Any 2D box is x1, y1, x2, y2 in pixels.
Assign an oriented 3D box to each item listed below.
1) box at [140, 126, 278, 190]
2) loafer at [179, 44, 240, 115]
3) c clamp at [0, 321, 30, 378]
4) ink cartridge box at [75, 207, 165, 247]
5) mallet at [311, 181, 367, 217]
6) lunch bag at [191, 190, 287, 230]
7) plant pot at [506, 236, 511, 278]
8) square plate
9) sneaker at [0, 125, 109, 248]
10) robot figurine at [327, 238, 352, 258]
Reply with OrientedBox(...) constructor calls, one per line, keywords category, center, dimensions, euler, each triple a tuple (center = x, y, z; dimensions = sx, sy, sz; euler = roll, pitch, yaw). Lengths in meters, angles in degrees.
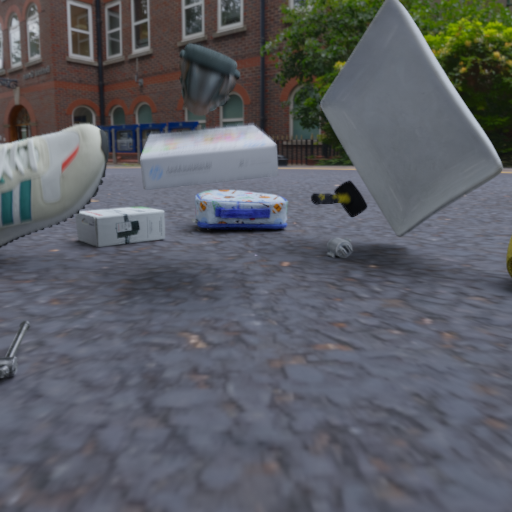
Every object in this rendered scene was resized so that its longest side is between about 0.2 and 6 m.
OrientedBox(category="box", center=(-0.649, -1.325, 7.270), dimensions=(1.570, 0.415, 2.014), euler=(-7, 21, -5))
OrientedBox(category="loafer", center=(-0.798, -2.546, 8.309), dimensions=(0.960, 0.840, 2.672), euler=(19, 13, -7))
OrientedBox(category="c clamp", center=(-2.742, 0.938, 3.971), dimensions=(1.983, 0.269, 1.694), euler=(-2, 16, -16))
OrientedBox(category="ink cartridge box", center=(-2.557, -0.569, 10.553), dimensions=(1.379, 0.573, 1.011), euler=(-8, 14, -36))
OrientedBox(category="mallet", center=(1.303, -1.027, 9.361), dimensions=(0.384, 0.615, 1.868), euler=(-37, -19, 26))
OrientedBox(category="lunch bag", center=(-0.381, -0.961, 12.118), dimensions=(2.046, 0.773, 1.639), euler=(-1, 13, -10))
OrientedBox(category="plant pot", center=(3.576, 0.013, 6.996), dimensions=(0.742, 1.046, 1.046), euler=(-36, 27, -22))
OrientedBox(category="square plate", center=(2.358, -2.059, 9.056), dimensions=(0.422, 2.968, 2.940), euler=(-25, -9, -20))
OrientedBox(category="sneaker", center=(-3.788, -1.087, 8.244), dimensions=(3.362, 1.184, 1.572), euler=(-22, -27, 21))
OrientedBox(category="robot figurine", center=(1.347, -0.134, 9.078), dimensions=(0.448, 0.298, 0.528), euler=(-38, 22, -11))
